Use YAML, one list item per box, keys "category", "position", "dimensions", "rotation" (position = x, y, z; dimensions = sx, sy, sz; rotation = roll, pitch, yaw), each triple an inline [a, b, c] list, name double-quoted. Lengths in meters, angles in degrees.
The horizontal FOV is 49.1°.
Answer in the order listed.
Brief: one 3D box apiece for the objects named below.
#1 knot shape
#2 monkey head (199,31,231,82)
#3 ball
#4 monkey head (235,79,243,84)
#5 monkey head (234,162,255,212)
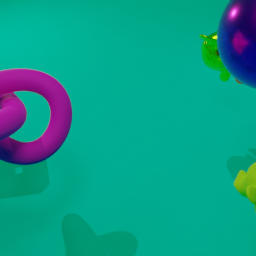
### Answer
- category: "knot shape"
  position: [-1.808, -0.376, 3.548]
  dimensions: [1.955, 0.903, 1.829]
  rotation: [-12, 58, -46]
- category: "monkey head"
  position: [1.755, -1.356, 4.976]
  dimensions: [0.724, 1.202, 0.865]
  rotation: [-50, 41, -6]
- category: "ball"
  position: [1.725, -1.095, 3.221]
  dimensions: [1.341, 1.341, 1.341]
  rotation: [0, 48, 0]
- category: "monkey head"
  position: [2.516, -1.656, 5.362]
  dimensions: [1.150, 0.963, 1.598]
  rotation: [39, 101, 12]
- category: "monkey head"
  position: [1.749, 0.767, 3.378]
  dimensions: [1.121, 0.676, 0.807]
  rotation: [-12, 84, -21]
